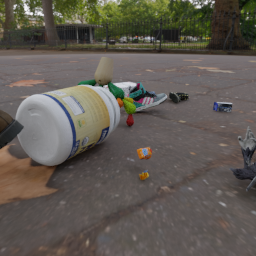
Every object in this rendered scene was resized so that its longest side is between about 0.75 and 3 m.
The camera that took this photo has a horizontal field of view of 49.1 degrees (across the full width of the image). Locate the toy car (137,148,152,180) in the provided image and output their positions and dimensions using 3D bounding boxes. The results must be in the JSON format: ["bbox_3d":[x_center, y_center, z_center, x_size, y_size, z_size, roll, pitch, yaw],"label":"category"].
[{"bbox_3d":[0.475,0.832,6.647,0.443,0.301,0.904,27,43,-39],"label":"toy car"}]

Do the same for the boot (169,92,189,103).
[{"bbox_3d":[2.607,-1.529,13.806,0.904,0.432,1.197,-1,19,-11],"label":"boot"}]

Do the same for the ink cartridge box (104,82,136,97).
[{"bbox_3d":[-0.326,-1.844,14.232,1.746,0.736,1.264,-12,22,-32],"label":"ink cartridge box"}]

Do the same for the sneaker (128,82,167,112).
[{"bbox_3d":[0.746,-1.447,11.870,1.811,1.093,0.757,-20,22,-14],"label":"sneaker"}]

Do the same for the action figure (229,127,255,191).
[{"bbox_3d":[3.190,0.563,6.220,1.483,1.274,2.496,3,15,35],"label":"action figure"}]

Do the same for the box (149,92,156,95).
[{"bbox_3d":[1.055,-1.526,13.805,0.573,0.413,0.772,-1,18,-2],"label":"box"}]

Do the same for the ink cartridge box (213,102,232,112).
[{"bbox_3d":[4.042,-0.894,11.976,0.758,0.377,0.149,5,21,18],"label":"ink cartridge box"}]

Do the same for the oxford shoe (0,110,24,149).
[{"bbox_3d":[-3.529,0.202,6.331,2.524,1.066,0.917,-30,25,25],"label":"oxford shoe"}]

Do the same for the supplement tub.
[{"bbox_3d":[-1.504,-0.200,7.622,1.796,1.796,2.488,11,21,30],"label":"supplement tub"}]

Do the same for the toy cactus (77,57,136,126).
[{"bbox_3d":[-0.932,-1.354,10.479,2.959,2.442,1.513,15,3,26],"label":"toy cactus"}]
